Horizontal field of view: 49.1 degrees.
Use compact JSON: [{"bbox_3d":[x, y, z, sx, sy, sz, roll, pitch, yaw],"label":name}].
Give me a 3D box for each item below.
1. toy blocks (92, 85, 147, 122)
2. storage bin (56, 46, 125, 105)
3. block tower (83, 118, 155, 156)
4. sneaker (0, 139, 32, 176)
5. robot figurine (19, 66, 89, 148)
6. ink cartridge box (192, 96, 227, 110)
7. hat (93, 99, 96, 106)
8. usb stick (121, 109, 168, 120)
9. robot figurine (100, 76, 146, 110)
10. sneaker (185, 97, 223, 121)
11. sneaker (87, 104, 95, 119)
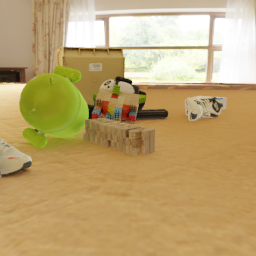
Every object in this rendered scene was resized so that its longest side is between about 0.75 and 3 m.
[{"bbox_3d":[-0.426,-0.752,10.222,2.038,1.018,1.393,10,41,3],"label":"toy blocks"},{"bbox_3d":[-1.762,-2.308,13.323,2.975,2.954,1.394,-5,16,-22],"label":"storage bin"},{"bbox_3d":[-0.303,0.163,7.058,0.575,0.616,2.130,-11,15,-43],"label":"block tower"},{"bbox_3d":[-2.630,0.394,5.396,1.728,0.808,0.608,5,12,24],"label":"sneaker"},{"bbox_3d":[-1.843,-0.517,7.268,1.429,2.168,2.471,27,-6,7],"label":"robot figurine"},{"bbox_3d":[3.928,-1.220,13.679,1.422,0.600,1.038,10,15,40],"label":"ink cartridge box"},{"bbox_3d":[-1.292,-0.721,12.292,1.379,1.213,1.142,34,-30,-20],"label":"hat"},{"bbox_3d":[0.374,-0.529,10.926,2.364,0.385,0.656,-3,7,-12],"label":"usb stick"},{"bbox_3d":[-0.240,-1.313,11.574,1.926,1.202,1.447,14,27,-8],"label":"robot figurine"},{"bbox_3d":[3.034,-0.811,10.933,1.458,0.894,2.241,-7,1,8],"label":"sneaker"},{"bbox_3d":[-2.126,-0.655,10.827,2.427,0.729,1.266,0,11,-23],"label":"sneaker"}]
